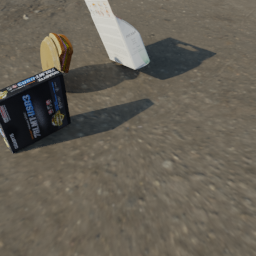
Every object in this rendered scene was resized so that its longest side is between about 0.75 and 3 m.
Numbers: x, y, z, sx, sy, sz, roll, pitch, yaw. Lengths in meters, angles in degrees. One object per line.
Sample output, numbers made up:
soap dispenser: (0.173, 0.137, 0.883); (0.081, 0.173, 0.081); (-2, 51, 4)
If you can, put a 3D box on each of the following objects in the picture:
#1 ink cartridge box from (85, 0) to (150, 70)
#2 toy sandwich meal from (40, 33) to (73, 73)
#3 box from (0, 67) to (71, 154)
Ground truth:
ink cartridge box: (-0.497, -3.633, 9.820); (0.732, 2.923, 2.352); (-31, 32, -12)
toy sandwich meal: (-2.423, -2.266, 9.554); (0.679, 1.983, 1.983); (-15, 45, -28)
box: (-2.569, -0.454, 7.621); (1.926, 1.940, 0.482); (-33, 57, -30)
